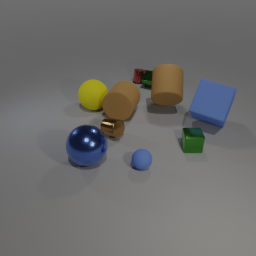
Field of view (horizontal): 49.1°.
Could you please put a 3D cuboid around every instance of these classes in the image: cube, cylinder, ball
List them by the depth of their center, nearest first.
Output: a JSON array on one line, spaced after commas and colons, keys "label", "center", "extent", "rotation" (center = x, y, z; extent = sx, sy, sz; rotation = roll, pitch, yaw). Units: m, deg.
[{"label": "ball", "center": [0.467, 1.046, 9.389], "extent": [0.700, 0.700, 0.700], "rotation": [0, 30, 0]}, {"label": "ball", "center": [-1.386, 0.579, 9.440], "extent": [1.400, 1.400, 1.400], "rotation": [0, 30, 0]}, {"label": "cube", "center": [2.390, 0.454, 10.402], "extent": [0.700, 0.700, 0.700], "rotation": [0, 31, 0]}, {"label": "cylinder", "center": [-0.605, -0.028, 10.980], "extent": [0.700, 0.700, 0.700], "rotation": [12, 31, 40]}, {"label": "cube", "center": [3.447, -0.981, 11.434], "extent": [1.400, 1.400, 1.400], "rotation": [21, -3, 19]}, {"label": "cylinder", "center": [1.756, -1.896, 12.494], "extent": [1.400, 1.400, 1.400], "rotation": [3, 71, 5]}, {"label": "cylinder", "center": [-0.276, -1.241, 12.576], "extent": [1.400, 1.400, 1.400], "rotation": [8, 31, 14]}, {"label": "ball", "center": [-1.618, -1.549, 13.069], "extent": [1.400, 1.400, 1.400], "rotation": [0, 30, 0]}, {"label": "cube", "center": [1.263, -2.670, 15.427], "extent": [0.700, 0.700, 0.700], "rotation": [15, 70, 28]}, {"label": "cylinder", "center": [0.676, -3.036, 16.229], "extent": [0.700, 0.700, 0.700], "rotation": [6, 22, -2]}]
